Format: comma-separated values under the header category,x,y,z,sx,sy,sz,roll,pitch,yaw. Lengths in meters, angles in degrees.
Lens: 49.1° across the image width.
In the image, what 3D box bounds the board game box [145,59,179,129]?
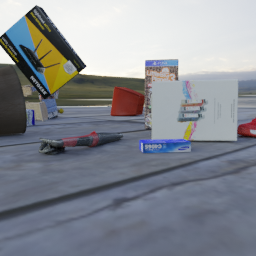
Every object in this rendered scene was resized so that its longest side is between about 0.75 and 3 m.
category,x,y,z,sx,sy,sz,roll,pitch,yaw
board game box,1.419,-1.385,11.768,1.303,2.691,2.145,1,6,8

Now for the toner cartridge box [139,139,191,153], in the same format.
category,x,y,z,sx,sy,sz,roll,pitch,yaw
toner cartridge box,0.815,0.398,6.285,1.070,0.231,0.508,-1,7,-7

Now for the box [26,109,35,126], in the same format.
category,x,y,z,sx,sy,sz,roll,pitch,yaw
box,-5.055,-0.452,12.312,1.274,0.727,1.385,5,7,33

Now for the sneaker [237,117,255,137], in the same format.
category,x,y,z,sx,sy,sz,roll,pitch,yaw
sneaker,4.399,-0.446,8.997,2.365,1.366,0.927,-4,7,-32

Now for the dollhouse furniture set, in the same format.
category,x,y,z,sx,sy,sz,roll,pitch,yaw
dollhouse furniture set,-4.580,-1.539,16.031,1.489,2.155,2.283,4,19,36

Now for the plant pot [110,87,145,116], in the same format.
category,x,y,z,sx,sy,sz,roll,pitch,yaw
plant pot,0.100,-1.772,20.151,1.826,2.073,2.071,13,10,21

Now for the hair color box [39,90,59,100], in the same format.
category,x,y,z,sx,sy,sz,roll,pitch,yaw
hair color box,-3.900,-1.697,13.776,0.909,0.504,0.291,-9,38,-32

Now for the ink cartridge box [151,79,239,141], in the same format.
category,x,y,z,sx,sy,sz,roll,pitch,yaw
ink cartridge box,1.853,-0.534,8.256,2.323,1.680,1.688,1,6,9

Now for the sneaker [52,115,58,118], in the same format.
category,x,y,z,sx,sy,sz,roll,pitch,yaw
sneaker,-4.835,-0.818,17.432,0.838,0.441,1.160,-3,5,-5

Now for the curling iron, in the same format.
category,x,y,z,sx,sy,sz,roll,pitch,yaw
curling iron,-0.993,0.263,6.911,0.726,0.374,2.929,3,7,34

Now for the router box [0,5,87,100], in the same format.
category,x,y,z,sx,sy,sz,roll,pitch,yaw
router box,-2.632,-2.295,8.682,1.687,2.261,0.577,-36,12,11

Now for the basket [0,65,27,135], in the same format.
category,x,y,z,sx,sy,sz,roll,pitch,yaw
basket,-4.598,-0.630,8.375,2.513,2.265,1.709,-16,25,-36
